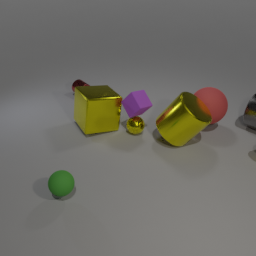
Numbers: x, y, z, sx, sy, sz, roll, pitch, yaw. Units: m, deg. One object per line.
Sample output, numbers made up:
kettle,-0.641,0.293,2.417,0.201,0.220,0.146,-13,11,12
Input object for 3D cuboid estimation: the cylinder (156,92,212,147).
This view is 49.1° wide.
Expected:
cylinder,1.920,-0.301,9.741,1.400,1.400,1.400,25,39,-23

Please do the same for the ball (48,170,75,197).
ball,-1.792,1.485,7.531,0.700,0.700,0.700,0,30,0

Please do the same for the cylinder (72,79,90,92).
cylinder,-2.240,-1.905,13.541,0.700,0.700,0.700,-26,46,-36

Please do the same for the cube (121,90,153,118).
cube,0.322,-0.885,10.193,0.700,0.700,0.700,-18,75,-44

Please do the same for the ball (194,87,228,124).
ball,3.040,-0.842,10.599,1.400,1.400,1.400,0,30,0

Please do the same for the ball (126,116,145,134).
ball,0.287,-0.115,10.577,0.700,0.700,0.700,0,30,0

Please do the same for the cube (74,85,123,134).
cube,-1.193,-0.746,10.792,1.400,1.400,1.400,-7,30,-28

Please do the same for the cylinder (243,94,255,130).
cylinder,5.327,-0.491,10.518,1.400,1.400,1.400,-25,39,-35
